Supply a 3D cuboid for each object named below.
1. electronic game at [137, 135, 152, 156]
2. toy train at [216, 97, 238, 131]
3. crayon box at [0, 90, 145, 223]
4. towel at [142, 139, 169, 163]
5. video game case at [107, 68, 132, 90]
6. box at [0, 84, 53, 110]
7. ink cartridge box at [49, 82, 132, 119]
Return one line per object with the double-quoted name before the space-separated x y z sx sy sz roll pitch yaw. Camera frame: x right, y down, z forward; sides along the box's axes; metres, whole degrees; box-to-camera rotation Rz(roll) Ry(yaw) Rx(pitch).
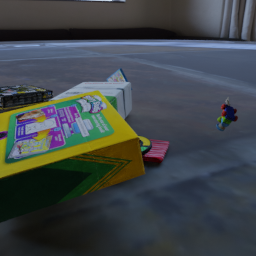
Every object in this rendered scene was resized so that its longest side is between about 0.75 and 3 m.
"electronic game" -0.123 0.393 5.959 1.279 0.266 1.279 -4 18 1
"toy train" 2.401 -0.341 6.944 0.372 0.508 0.878 23 39 -2
"crayon box" -1.248 0.241 5.089 2.296 0.776 2.661 -15 27 -13
"towel" 0.481 0.467 6.220 0.753 0.117 1.042 7 22 15
"video game case" -0.325 -1.548 9.925 0.103 0.825 1.153 -30 5 -28
"box" -3.758 -1.093 9.456 1.503 0.465 1.883 18 22 33
"ink cartridge box" -0.904 -0.632 7.871 1.650 0.935 2.251 3 22 14
